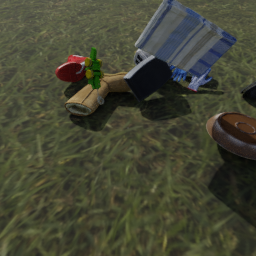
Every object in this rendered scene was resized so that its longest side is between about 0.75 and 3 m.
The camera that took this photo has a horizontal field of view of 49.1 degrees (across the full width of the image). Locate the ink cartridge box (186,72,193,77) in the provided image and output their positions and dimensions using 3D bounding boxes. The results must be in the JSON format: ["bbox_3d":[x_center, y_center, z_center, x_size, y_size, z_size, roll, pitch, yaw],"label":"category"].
[{"bbox_3d":[2.944,-2.873,12.988,1.047,0.757,0.761,14,41,16],"label":"ink cartridge box"}]

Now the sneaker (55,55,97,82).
[{"bbox_3d":[-2.621,-2.772,12.957,1.358,0.921,2.351,20,30,35],"label":"sneaker"}]

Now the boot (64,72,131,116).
[{"bbox_3d":[-0.959,-1.320,11.108,2.165,0.817,2.472,3,36,25],"label":"boot"}]

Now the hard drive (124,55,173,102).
[{"bbox_3d":[0.900,-2.095,11.362,1.966,1.326,0.416,-40,16,-19],"label":"hard drive"}]

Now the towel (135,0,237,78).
[{"bbox_3d":[1.750,-2.656,8.715,2.650,1.946,0.315,22,51,-19],"label":"towel"}]

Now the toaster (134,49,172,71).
[{"bbox_3d":[1.114,-3.064,12.698,1.216,1.070,1.882,-28,74,-25],"label":"toaster"}]

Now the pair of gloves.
[{"bbox_3d":[2.715,-2.375,12.108,1.802,0.205,1.449,30,76,11],"label":"pair of gloves"}]

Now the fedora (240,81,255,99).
[{"bbox_3d":[5.205,-1.537,11.406,1.129,1.129,0.516,-19,75,-22],"label":"fedora"}]

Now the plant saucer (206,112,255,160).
[{"bbox_3d":[3.839,0.123,9.283,2.420,0.388,2.420,8,34,-6],"label":"plant saucer"}]

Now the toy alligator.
[{"bbox_3d":[-0.675,-0.982,5.429,0.301,1.108,0.329,-7,1,45],"label":"toy alligator"}]
